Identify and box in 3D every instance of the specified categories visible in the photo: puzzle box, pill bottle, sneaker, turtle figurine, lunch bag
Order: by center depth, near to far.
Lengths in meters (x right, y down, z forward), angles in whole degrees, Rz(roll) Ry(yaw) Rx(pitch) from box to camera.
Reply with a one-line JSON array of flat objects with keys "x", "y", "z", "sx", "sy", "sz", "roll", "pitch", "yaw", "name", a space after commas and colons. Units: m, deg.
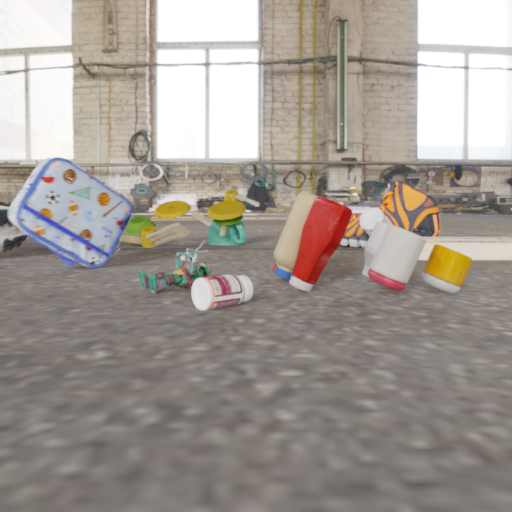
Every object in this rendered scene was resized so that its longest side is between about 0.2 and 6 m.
[{"x": -0.348, "y": 0.372, "z": 5.880, "sx": 0.595, "sy": 0.340, "sz": 0.340, "roll": -5, "pitch": 7, "yaw": -40, "name": "pill bottle"}, {"x": -0.912, "y": 0.176, "z": 7.063, "sx": 1.032, "sy": 0.520, "sz": 0.773, "roll": -21, "pitch": 2, "yaw": -30, "name": "turtle figurine"}, {"x": -2.940, "y": -0.632, "z": 9.050, "sx": 1.786, "sy": 1.431, "sz": 0.675, "roll": 37, "pitch": -18, "yaw": -36, "name": "lunch bag"}, {"x": -5.806, "y": -0.521, "z": 10.302, "sx": 2.962, "sy": 1.148, "sz": 1.180, "roll": 1, "pitch": 15, "yaw": -43, "name": "sneaker"}, {"x": 4.193, "y": -0.170, "z": 11.364, "sx": 2.744, "sy": 0.349, "sz": 1.826, "roll": 0, "pitch": 6, "yaw": 0, "name": "puzzle box"}, {"x": 2.744, "y": -0.601, "z": 12.476, "sx": 0.554, "sy": 0.554, "sz": 0.977, "roll": 5, "pitch": -25, "yaw": 39, "name": "pill bottle"}, {"x": 2.917, "y": -1.019, "z": 13.480, "sx": 2.892, "sy": 1.620, "sz": 1.122, "roll": 2, "pitch": 6, "yaw": 16, "name": "sneaker"}]

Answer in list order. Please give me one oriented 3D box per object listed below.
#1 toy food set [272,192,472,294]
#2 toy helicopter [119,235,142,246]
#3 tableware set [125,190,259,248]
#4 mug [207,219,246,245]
[{"x": 1.153, "y": 0.062, "z": 7.088, "sx": 2.726, "sy": 1.227, "sz": 1.301, "roll": 28, "pitch": 8, "yaw": 39, "name": "toy food set"}, {"x": -3.665, "y": -0.461, "z": 13.679, "sx": 1.947, "sy": 0.768, "sz": 1.287, "roll": 9, "pitch": -7, "yaw": -17, "name": "toy helicopter"}, {"x": -1.615, "y": -0.936, "z": 14.117, "sx": 3.111, "sy": 0.477, "sz": 2.095, "roll": -25, "pitch": 35, "yaw": -27, "name": "tableware set"}, {"x": -0.680, "y": -0.657, "z": 14.437, "sx": 1.162, "sy": 0.719, "sz": 0.955, "roll": 2, "pitch": 6, "yaw": 19, "name": "mug"}]
